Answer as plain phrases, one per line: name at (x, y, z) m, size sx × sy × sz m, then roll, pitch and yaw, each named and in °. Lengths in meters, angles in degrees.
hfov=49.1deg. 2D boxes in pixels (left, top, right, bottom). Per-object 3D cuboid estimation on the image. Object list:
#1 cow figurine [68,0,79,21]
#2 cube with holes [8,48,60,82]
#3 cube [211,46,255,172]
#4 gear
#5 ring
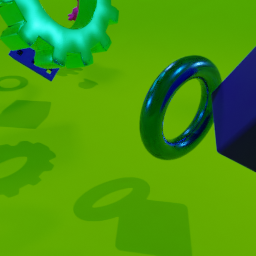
cow figurine at (-1.392, -3.876, 8.918) m, size 1.453 × 1.477 × 0.811 m, roll 22°, pitch 67°, yaw 21°
cube with holes at (-1.976, -1.798, 6.522) m, size 1.025 × 1.025 × 1.025 m, roll 31°, pitch -1°, yaw -18°
cube at (1.673, -0.183, 2.995) m, size 1.065 × 1.065 × 1.065 m, roll 27°, pitch 42°, yaw -12°
gear at (-0.866, -1.734, 3.477) m, size 0.359 × 1.941 × 1.941 m, roll 4°, pitch 31°, yaw 37°
ring at (0.753, -0.236, 3.800) m, size 1.491 × 1.491 × 0.298 m, roll -24°, pitch 38°, yaw -31°
